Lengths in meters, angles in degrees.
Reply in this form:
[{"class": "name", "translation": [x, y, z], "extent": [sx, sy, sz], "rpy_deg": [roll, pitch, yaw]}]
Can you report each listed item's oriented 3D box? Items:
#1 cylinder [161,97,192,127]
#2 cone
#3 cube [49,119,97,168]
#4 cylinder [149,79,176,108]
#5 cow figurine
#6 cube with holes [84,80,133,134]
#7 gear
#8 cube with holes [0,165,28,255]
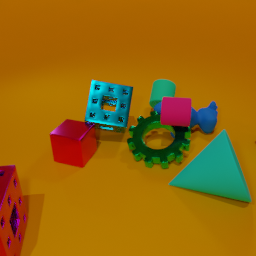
[{"class": "cylinder", "translation": [1.209, -0.413, 7.054], "extent": [0.712, 0.712, 0.712], "rpy_deg": [4, 30, 10]}, {"class": "cone", "translation": [1.644, 1.043, 6.237], "extent": [1.603, 1.597, 1.597], "rpy_deg": [-21, 24, 20]}, {"class": "cube", "translation": [-1.396, 0.379, 7.299], "extent": [0.861, 0.861, 0.861], "rpy_deg": [10, 32, 17]}, {"class": "cylinder", "translation": [1.160, -1.094, 9.362], "extent": [0.795, 0.795, 0.795], "rpy_deg": [8, 70, 13]}, {"class": "cow figurine", "translation": [1.800, -0.405, 8.498], "extent": [1.730, 0.950, 1.702], "rpy_deg": [38, 52, 26]}, {"class": "cube with holes", "translation": [-0.534, -0.566, 8.024], "extent": [1.144, 1.144, 1.144], "rpy_deg": [9, -10, -2]}, {"class": "gear", "translation": [0.811, 0.266, 7.362], "extent": [1.640, 0.303, 1.640], "rpy_deg": [-6, 54, 8]}, {"class": "cube with holes", "translation": [-2.588, 1.611, 4.697], "extent": [1.342, 1.342, 1.342], "rpy_deg": [-4, 30, -7]}]
